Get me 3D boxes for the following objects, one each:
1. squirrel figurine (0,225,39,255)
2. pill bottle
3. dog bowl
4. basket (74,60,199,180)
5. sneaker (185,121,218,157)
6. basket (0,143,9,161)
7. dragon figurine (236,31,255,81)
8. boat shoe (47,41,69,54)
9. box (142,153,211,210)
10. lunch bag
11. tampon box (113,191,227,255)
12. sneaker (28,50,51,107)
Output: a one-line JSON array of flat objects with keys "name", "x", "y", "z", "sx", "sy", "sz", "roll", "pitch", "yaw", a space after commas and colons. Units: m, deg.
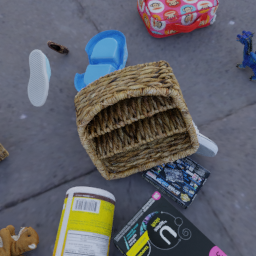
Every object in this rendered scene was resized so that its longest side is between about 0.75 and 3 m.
[{"name": "squirrel figurine", "x": -2.866, "y": 3.133, "z": 7.023, "sx": 1.272, "sy": 0.964, "sz": 1.362, "roll": -9, "pitch": 76, "yaw": -16}, {"name": "pill bottle", "x": -1.093, "y": 2.761, "z": 6.859, "sx": 1.312, "sy": 1.312, "sz": 2.401, "roll": 6, "pitch": 63, "yaw": 3}, {"name": "dog bowl", "x": -0.817, "y": -2.061, "z": 9.414, "sx": 1.478, "sy": 0.657, "sz": 2.651, "roll": 4, "pitch": 64, "yaw": 22}, {"name": "basket", "x": 0.147, "y": -0.178, "z": 7.535, "sx": 2.964, "sy": 2.115, "sz": 2.208, "roll": -19, "pitch": 61, "yaw": 14}, {"name": "sneaker", "x": 1.693, "y": 0.000, "z": 8.539, "sx": 2.394, "sy": 0.874, "sz": 0.847, "roll": 30, "pitch": 70, "yaw": 18}, {"name": "basket", "x": -4.988, "y": 0.295, "z": 7.934, "sx": 1.796, "sy": 1.721, "sz": 2.412, "roll": -40, "pitch": 69, "yaw": -20}, {"name": "dragon figurine", "x": 4.487, "y": -2.297, "z": 9.613, "sx": 0.700, "sy": 1.182, "sz": 2.377, "roll": -28, "pitch": 66, "yaw": -13}, {"name": "boat shoe", "x": -2.509, "y": -2.879, "z": 10.177, "sx": 0.871, "sy": 0.307, "sz": 0.306, "roll": 12, "pitch": 21, "yaw": -40}, {"name": "box", "x": 1.396, "y": 1.372, "z": 8.130, "sx": 1.567, "sy": 0.360, "sz": 1.245, "roll": 34, "pitch": 67, "yaw": 16}, {"name": "lunch bag", "x": 1.959, "y": -4.680, "z": 10.871, "sx": 2.872, "sy": 1.176, "sz": 2.529, "roll": -16, "pitch": 63, "yaw": -8}, {"name": "tampon box", "x": 0.908, "y": 2.936, "z": 6.757, "sx": 2.106, "sy": 1.329, "sz": 1.578, "roll": 40, "pitch": 69, "yaw": 19}, {"name": "sneaker", "x": -2.539, "y": -1.428, "z": 8.366, "sx": 0.628, "sy": 0.696, "sz": 1.699, "roll": -2, "pitch": 81, "yaw": 14}]
